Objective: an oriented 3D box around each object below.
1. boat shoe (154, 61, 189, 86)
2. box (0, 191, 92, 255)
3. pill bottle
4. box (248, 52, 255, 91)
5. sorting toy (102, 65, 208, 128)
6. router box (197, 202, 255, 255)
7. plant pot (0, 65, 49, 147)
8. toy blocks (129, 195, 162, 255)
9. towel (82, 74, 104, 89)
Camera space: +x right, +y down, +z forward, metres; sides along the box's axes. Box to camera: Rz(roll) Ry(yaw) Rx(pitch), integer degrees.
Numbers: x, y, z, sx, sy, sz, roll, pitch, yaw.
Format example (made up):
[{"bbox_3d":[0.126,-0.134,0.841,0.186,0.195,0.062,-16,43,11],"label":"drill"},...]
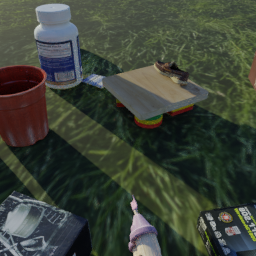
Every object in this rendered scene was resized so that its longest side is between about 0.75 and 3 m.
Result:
[{"bbox_3d":[1.551,-2.084,9.882,0.577,0.575,1.598,-10,40,-33],"label":"boat shoe"},{"bbox_3d":[-1.871,2.373,5.118,1.767,1.114,1.797,13,38,19],"label":"box"},{"bbox_3d":[-2.754,-3.199,11.103,1.654,2.981,1.654,0,36,0],"label":"pill bottle"},{"bbox_3d":[5.976,-2.207,10.787,1.787,1.769,2.154,3,36,4],"label":"box"},{"bbox_3d":[0.868,-1.131,10.006,2.707,0.948,2.723,-19,41,-24],"label":"sorting toy"},{"bbox_3d":[2.379,2.431,5.457,1.428,0.592,1.906,-6,37,-9],"label":"router box"},{"bbox_3d":[-3.300,-0.600,8.457,1.977,1.923,1.977,0,36,0],"label":"plant pot"},{"bbox_3d":[0.477,2.366,4.242,2.282,2.132,1.921,-11,43,-9],"label":"toy blocks"},{"bbox_3d":[-1.292,-1.989,11.883,1.123,0.134,0.825,21,43,28],"label":"towel"}]
